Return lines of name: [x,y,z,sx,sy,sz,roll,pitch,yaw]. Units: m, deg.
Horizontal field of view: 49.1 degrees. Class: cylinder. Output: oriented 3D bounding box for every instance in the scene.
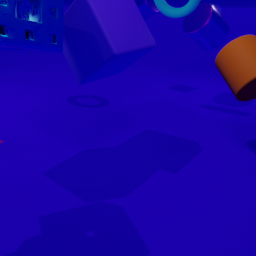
cylinder: [2.613,-3.364,9.399,1.150,1.150,1.150,26,6,-39]
cylinder: [0.679,-4.512,10.355,0.835,0.835,0.835,-23,7,-39]
cylinder: [2.612,-1.290,6.123,1.042,1.042,1.042,-10,61,-20]

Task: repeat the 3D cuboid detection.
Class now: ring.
ring: [1.409,-3.938,8.130,1.490,1.490,0.298,13,43,25]

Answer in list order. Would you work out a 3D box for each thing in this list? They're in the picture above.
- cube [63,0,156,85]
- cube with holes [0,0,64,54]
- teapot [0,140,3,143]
cube: [-0.523,-1.971,6.126,1.386,1.386,1.386,-28,1,-44]
cube with holes: [-2.134,-2.135,5.083,1.369,1.369,1.369,13,13,41]
teapot: [-2.214,0.072,3.635,1.092,0.535,0.679,2,43,-21]
